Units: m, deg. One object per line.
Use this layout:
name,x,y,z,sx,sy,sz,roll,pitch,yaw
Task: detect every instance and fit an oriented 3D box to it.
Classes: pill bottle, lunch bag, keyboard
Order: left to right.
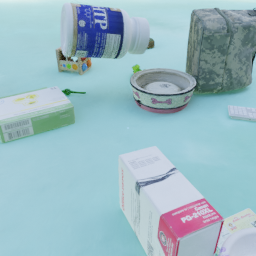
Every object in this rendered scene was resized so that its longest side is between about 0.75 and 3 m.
pill bottle,-0.713,-2.920,8.643,2.548,1.525,1.525,-3,32,-21
lunch bag,3.351,-2.651,9.734,2.342,2.792,1.946,-3,38,1
keyboard,4.585,-0.341,8.515,2.938,0.157,0.827,9,34,12

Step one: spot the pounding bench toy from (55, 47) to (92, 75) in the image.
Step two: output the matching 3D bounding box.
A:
pounding bench toy,-2.075,-3.012,11.863,1.217,0.969,1.560,11,35,16

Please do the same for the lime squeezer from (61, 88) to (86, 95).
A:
lime squeezer,-2.201,-1.137,9.691,1.404,0.265,0.496,-18,57,-29

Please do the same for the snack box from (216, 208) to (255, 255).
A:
snack box,1.983,1.903,5.014,1.128,0.209,0.655,-15,36,-21

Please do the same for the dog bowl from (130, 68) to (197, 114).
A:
dog bowl,1.133,-1.244,9.317,2.159,0.796,2.159,0,32,0

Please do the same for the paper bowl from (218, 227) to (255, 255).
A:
paper bowl,1.956,2.267,3.773,1.647,0.857,1.647,6,31,-4

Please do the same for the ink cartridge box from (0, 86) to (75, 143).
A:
ink cartridge box,-3.167,-0.787,8.757,2.131,0.702,2.928,-18,39,-25

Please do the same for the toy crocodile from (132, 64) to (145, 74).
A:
toy crocodile,0.556,-2.077,10.935,0.525,0.481,1.556,28,12,-39

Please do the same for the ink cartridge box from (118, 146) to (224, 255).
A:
ink cartridge box,0.565,1.407,4.689,0.806,1.384,1.911,-14,35,-21

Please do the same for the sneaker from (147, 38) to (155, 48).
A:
sneaker,0.059,-4.823,14.389,2.683,1.205,0.900,7,30,9
